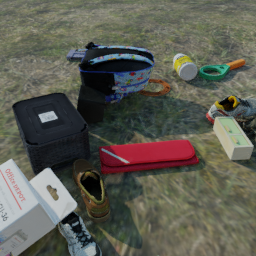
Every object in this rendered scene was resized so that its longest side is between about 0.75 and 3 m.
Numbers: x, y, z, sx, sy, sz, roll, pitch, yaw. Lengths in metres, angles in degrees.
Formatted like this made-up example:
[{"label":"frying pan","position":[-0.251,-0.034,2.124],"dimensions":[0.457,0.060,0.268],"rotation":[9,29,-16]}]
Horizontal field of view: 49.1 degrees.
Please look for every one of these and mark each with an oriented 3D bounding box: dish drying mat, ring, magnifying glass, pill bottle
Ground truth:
[{"label":"dish drying mat","position":[0.610,0.822,8.670],"dimensions":[2.955,0.269,1.135],"rotation":[-5,35,-7]},{"label":"ring","position":[1.099,-1.872,12.528],"dimensions":[1.597,0.153,1.597],"rotation":[0,36,0]},{"label":"magnifying glass","position":[4.755,-2.969,13.926],"dimensions":[2.892,0.324,1.151],"rotation":[-20,40,-27]},{"label":"pill bottle","position":[2.688,-2.994,13.478],"dimensions":[0.867,0.867,1.557],"rotation":[-5,36,-6]}]

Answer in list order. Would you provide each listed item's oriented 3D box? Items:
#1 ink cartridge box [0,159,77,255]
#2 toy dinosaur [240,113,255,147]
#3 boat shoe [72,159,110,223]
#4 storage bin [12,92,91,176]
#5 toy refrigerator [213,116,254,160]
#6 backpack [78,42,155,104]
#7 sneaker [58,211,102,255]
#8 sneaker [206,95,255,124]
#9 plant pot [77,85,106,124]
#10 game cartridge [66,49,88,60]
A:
[{"label":"ink cartridge box","position":[-2.820,1.879,6.043],"dimensions":[2.986,1.008,1.739],"rotation":[-35,47,-20]},{"label":"toy dinosaur","position":[4.384,-0.050,9.549],"dimensions":[0.914,0.688,1.788],"rotation":[-4,32,9]},{"label":"boat shoe","position":[-0.977,1.415,7.443],"dimensions":[0.781,0.738,2.171],"rotation":[-16,39,-21]},{"label":"storage bin","position":[-2.449,0.080,8.893],"dimensions":[1.786,1.239,2.642],"rotation":[-17,38,-23]},{"label":"toy refrigerator","position":[3.401,0.274,9.169],"dimensions":[0.631,0.581,1.662],"rotation":[-2,36,-4]},{"label":"backpack","position":[-0.390,-2.277,11.508],"dimensions":[2.895,1.948,2.643],"rotation":[-1,35,1]},{"label":"sneaker","position":[-1.152,2.354,6.216],"dimensions":[0.571,0.662,1.510],"rotation":[-26,45,-34]},{"label":"sneaker","position":[3.988,-0.733,10.207],"dimensions":[2.206,0.906,0.859],"rotation":[-14,52,-19]},{"label":"plant pot","position":[-1.356,-0.813,10.352],"dimensions":[0.985,1.108,1.110],"rotation":[7,35,-8]},{"label":"game cartridge","position":[-2.434,-4.046,15.444],"dimensions":[1.706,0.328,1.106],"rotation":[2,40,2]}]
